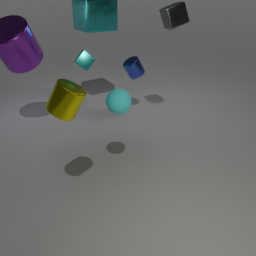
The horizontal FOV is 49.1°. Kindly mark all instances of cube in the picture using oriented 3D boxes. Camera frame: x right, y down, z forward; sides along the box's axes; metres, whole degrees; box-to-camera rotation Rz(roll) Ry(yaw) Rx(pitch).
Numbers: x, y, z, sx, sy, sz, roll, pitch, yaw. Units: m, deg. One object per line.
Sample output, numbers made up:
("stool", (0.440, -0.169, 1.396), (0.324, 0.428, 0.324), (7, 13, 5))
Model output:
("cube", (-1.351, -4.710, 11.365), (1.400, 1.400, 1.400), (-15, 31, -28))
("cube", (1.609, -3.914, 9.757), (0.700, 0.700, 0.700), (-25, 26, -6))
("cube", (-2.035, -3.169, 13.085), (0.700, 0.700, 0.700), (37, 5, -24))

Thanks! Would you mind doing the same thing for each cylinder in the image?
("cylinder", (0.249, -2.491, 11.617), (0.700, 0.700, 0.700), (-21, 38, 18))
("cylinder", (-3.830, -2.841, 9.587), (1.400, 1.400, 1.400), (-4, 58, 7))
("cylinder", (-1.373, -0.624, 6.221), (0.700, 0.700, 0.700), (27, 20, -11))

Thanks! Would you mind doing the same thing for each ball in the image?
("ball", (-0.261, -0.738, 7.784), (0.700, 0.700, 0.700), (0, 30, 0))
